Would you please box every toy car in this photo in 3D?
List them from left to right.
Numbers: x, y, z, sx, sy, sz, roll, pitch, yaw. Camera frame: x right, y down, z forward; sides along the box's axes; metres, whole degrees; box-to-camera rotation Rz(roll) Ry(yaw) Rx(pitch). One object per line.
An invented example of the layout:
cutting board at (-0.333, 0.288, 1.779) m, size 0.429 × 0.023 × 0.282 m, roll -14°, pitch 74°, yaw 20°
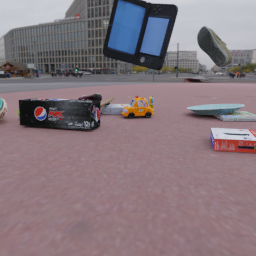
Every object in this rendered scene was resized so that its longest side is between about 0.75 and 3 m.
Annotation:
toy car at (0.539, -1.157, 13.511) m, size 1.467 × 0.996 × 2.992 m, roll 1°, pitch 12°, yaw 6°

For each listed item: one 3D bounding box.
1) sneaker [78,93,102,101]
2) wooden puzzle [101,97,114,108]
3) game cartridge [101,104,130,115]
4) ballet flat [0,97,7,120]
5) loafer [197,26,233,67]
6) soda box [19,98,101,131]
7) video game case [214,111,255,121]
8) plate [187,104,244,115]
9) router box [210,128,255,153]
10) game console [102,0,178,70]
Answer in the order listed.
sneaker at (-2.504, -1.772, 17.736) m, size 1.644 × 0.622 × 0.950 m, roll -5°, pitch 13°, yaw 29°
wooden puzzle at (-1.384, -1.035, 13.592) m, size 1.929 × 0.226 × 1.302 m, roll -31°, pitch 9°, yaw -34°
game cartridge at (-0.166, -0.933, 13.914) m, size 2.170 × 0.451 × 1.445 m, roll 0°, pitch 8°, yaw 4°
ballet flat at (-5.723, -0.774, 11.887) m, size 2.859 × 1.081 × 0.914 m, roll 13°, pitch -25°, yaw 40°
loafer at (3.388, -3.153, 10.931) m, size 0.690 × 1.981 × 0.745 m, roll -6°, pitch -28°, yaw -36°
soda box at (-2.522, -0.550, 10.379) m, size 2.943 × 1.041 × 0.932 m, roll 4°, pitch 10°, yaw 15°
video game case at (4.783, -0.542, 12.469) m, size 1.588 × 0.192 × 1.745 m, roll 0°, pitch 12°, yaw 2°
plate at (4.066, -0.867, 13.087) m, size 2.566 × 0.328 × 2.566 m, roll -5°, pitch 8°, yaw 1°
router box at (3.018, 0.329, 7.873) m, size 1.270 × 0.346 × 1.415 m, roll 2°, pitch 12°, yaw 12°
game console at (0.412, -3.530, 10.281) m, size 1.404 × 2.373 × 2.025 m, roll 1°, pitch 18°, yaw -46°
